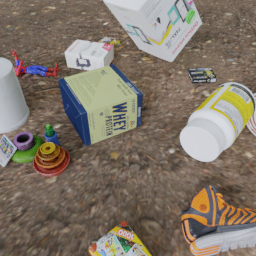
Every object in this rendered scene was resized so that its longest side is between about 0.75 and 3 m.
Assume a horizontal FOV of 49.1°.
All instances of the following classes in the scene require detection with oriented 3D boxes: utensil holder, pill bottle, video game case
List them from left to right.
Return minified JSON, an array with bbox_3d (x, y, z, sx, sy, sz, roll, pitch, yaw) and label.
[{"bbox_3d":[-4.637,-1.166,9.893,1.802,2.121,1.802,0,42,0],"label":"utensil holder"},{"bbox_3d":[-3.997,0.732,9.054,0.814,0.094,0.742,36,93,32],"label":"video game case"},{"bbox_3d":[2.986,-0.232,9.293,1.587,1.587,2.777,29,51,27],"label":"pill bottle"}]

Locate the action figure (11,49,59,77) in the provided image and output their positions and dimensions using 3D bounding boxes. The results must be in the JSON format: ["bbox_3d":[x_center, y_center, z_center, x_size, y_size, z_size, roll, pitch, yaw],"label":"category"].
[{"bbox_3d":[-4.371,-2.852,12.442,2.312,1.144,0.755,-4,41,0],"label":"action figure"}]

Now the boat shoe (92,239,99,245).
[{"bbox_3d":[-0.495,2.902,6.960,0.812,0.307,0.300,0,68,-10],"label":"boat shoe"}]

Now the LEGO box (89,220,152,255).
[{"bbox_3d":[-0.083,3.022,6.400,1.020,0.528,1.369,-31,66,-28],"label":"LEGO box"}]

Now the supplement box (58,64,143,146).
[{"bbox_3d":[-0.981,-0.901,10.053,2.228,1.498,2.231,-21,47,-20],"label":"supplement box"}]

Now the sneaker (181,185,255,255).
[{"bbox_3d":[2.724,2.141,7.152,2.822,1.095,1.581,-7,45,-7],"label":"sneaker"}]

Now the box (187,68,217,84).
[{"bbox_3d":[3.283,-2.327,12.457,1.093,0.268,0.881,-3,41,-3],"label":"box"}]

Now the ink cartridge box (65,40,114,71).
[{"bbox_3d":[-1.783,-3.397,13.187,1.907,0.804,1.381,12,45,12],"label":"ink cartridge box"}]

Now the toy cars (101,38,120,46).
[{"bbox_3d":[-0.920,-4.646,14.917,1.114,0.247,0.500,22,47,22],"label":"toy cars"}]

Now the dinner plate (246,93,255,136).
[{"bbox_3d":[5.518,-0.409,9.996,2.590,0.314,2.590,-8,58,13],"label":"dinner plate"}]

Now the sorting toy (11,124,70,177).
[{"bbox_3d":[-2.824,0.547,8.916,2.347,0.963,1.410,23,48,23],"label":"sorting toy"}]

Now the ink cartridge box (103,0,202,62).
[{"bbox_3d":[0.980,-4.195,10.158,1.991,2.726,2.000,37,89,41],"label":"ink cartridge box"}]
